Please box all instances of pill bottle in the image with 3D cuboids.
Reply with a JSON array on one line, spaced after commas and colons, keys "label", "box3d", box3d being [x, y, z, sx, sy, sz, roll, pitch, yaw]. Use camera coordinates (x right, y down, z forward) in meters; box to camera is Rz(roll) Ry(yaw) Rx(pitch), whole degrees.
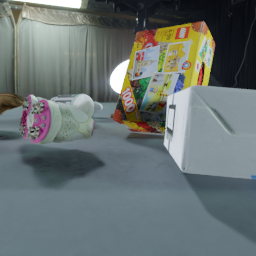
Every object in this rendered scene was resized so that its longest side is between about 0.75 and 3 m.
[{"label": "pill bottle", "box3d": [-2.300, -0.798, 11.035, 1.887, 1.067, 1.067, 5, 9, 44]}]

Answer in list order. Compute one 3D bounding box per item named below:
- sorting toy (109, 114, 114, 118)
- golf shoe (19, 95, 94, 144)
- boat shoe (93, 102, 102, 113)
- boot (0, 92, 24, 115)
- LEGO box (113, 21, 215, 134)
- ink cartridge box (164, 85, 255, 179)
[{"label": "sorting toy", "box3d": [0.369, -0.617, 12.166, 1.723, 0.339, 1.861, -8, 9, -41]}, {"label": "golf shoe", "box3d": [-1.543, -0.126, 5.723, 1.142, 0.940, 2.496, 8, 6, -30]}, {"label": "boat shoe", "box3d": [-2.046, -1.110, 13.918, 1.719, 0.619, 0.609, 1, 30, 15]}, {"label": "boot", "box3d": [-4.013, -0.601, 8.796, 2.095, 0.791, 0.771, -7, -28, 32]}, {"label": "LEGO box", "box3d": [0.951, -1.200, 7.239, 1.965, 2.639, 1.018, 4, -18, 35]}, {"label": "ink cartridge box", "box3d": [1.416, -0.015, 4.160, 1.607, 0.940, 2.770, 6, 5, 2]}]
